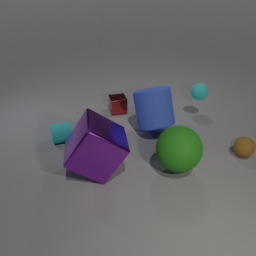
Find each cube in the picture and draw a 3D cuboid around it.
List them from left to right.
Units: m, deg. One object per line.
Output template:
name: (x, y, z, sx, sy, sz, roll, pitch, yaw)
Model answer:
cube: (-0.966, 0.538, 8.411, 1.400, 1.400, 1.400, 28, 23, -23)
cube: (-0.436, -1.036, 12.197, 0.700, 0.700, 0.700, -7, 32, -12)

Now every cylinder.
cylinder: (-2.423, 0.173, 10.190, 0.700, 0.700, 0.700, -11, 33, -17)
cylinder: (0.968, -0.753, 10.390, 1.400, 1.400, 1.400, -10, 13, 2)

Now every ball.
ball: (1.534, 0.623, 8.416, 1.400, 1.400, 1.400, 0, 31, 0)
ball: (2.941, -1.484, 11.504, 0.700, 0.700, 0.700, 0, 31, 0)
ball: (3.913, 0.633, 9.407, 0.700, 0.700, 0.700, 0, 31, 0)
